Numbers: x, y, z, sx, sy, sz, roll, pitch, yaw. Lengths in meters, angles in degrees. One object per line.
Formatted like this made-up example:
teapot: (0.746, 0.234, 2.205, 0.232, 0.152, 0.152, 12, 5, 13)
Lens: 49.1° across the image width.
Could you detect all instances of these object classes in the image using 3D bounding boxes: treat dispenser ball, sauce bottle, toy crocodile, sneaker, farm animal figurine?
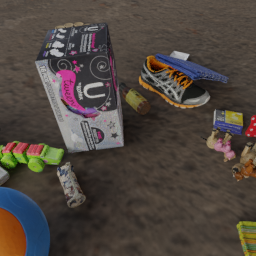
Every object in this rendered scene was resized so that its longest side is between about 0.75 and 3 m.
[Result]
treat dispenser ball: (-2.541, 2.166, 5.136, 2.144, 2.144, 2.144, 0, 43, 0)
sauce bottle: (0.149, -1.078, 9.712, 0.532, 0.532, 1.612, -24, 49, -23)
toy crocodile: (-2.797, 0.689, 7.653, 2.143, 0.662, 0.723, 3, 43, 13)
sneaker: (1.574, -1.631, 9.901, 2.823, 1.090, 1.105, 28, 48, 24)
farm animal figurine: (3.075, 0.816, 7.488, 1.815, 0.957, 1.835, -2, 35, -20)

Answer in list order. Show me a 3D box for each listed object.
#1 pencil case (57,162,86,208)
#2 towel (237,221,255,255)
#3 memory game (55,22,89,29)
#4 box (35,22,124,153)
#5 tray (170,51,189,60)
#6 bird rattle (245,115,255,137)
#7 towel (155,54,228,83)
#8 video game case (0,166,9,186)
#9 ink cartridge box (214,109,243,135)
pencil case: (-1.432, 1.435, 7.040, 0.451, 0.519, 1.159, -13, 45, -22)
towel: (3.018, 3.016, 5.584, 1.040, 0.218, 2.417, 0, 43, 1)
memory game: (-2.630, -4.598, 13.725, 2.524, 0.161, 2.524, 0, 44, 0)
box: (-1.102, -1.037, 7.697, 1.701, 2.965, 1.959, -8, 40, 2)
tray: (2.050, -2.827, 11.843, 0.746, 0.154, 1.390, 18, 46, 19)
bird rattle: (5.018, 0.128, 8.244, 2.622, 1.477, 2.138, 23, 34, 38)
towel: (2.382, -2.155, 10.292, 1.890, 0.311, 2.611, 36, 26, 34)
video game case: (-5.064, 1.224, 6.907, 2.979, 0.328, 2.715, 31, 46, 16)
ink cartridge box: (3.228, -0.224, 9.024, 0.884, 0.210, 0.894, 12, 42, 8)
